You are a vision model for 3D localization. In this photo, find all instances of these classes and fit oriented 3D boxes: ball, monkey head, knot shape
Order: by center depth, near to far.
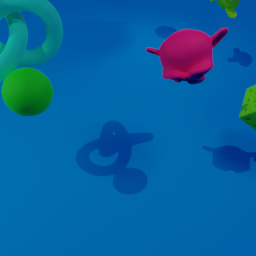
[{"bbox_3d":[-1.526,-0.547,4.282,0.740,0.740,0.740,0,49,0],"label":"ball"},{"bbox_3d":[1.010,-1.167,4.682,1.360,0.978,0.819,-7,82,26],"label":"monkey head"},{"bbox_3d":[-2.007,-1.623,4.709,1.798,0.888,1.922,-6,89,-17],"label":"knot shape"},{"bbox_3d":[2.808,-3.802,8.240,0.880,0.737,1.223,-16,66,9],"label":"monkey head"}]

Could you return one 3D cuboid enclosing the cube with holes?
[{"bbox_3d":[2.881,-0.422,5.615,0.781,0.781,0.781,33,64,-15],"label":"cube with holes"}]
